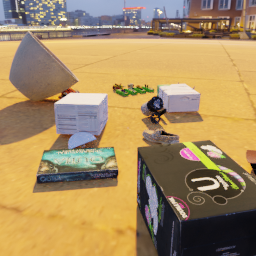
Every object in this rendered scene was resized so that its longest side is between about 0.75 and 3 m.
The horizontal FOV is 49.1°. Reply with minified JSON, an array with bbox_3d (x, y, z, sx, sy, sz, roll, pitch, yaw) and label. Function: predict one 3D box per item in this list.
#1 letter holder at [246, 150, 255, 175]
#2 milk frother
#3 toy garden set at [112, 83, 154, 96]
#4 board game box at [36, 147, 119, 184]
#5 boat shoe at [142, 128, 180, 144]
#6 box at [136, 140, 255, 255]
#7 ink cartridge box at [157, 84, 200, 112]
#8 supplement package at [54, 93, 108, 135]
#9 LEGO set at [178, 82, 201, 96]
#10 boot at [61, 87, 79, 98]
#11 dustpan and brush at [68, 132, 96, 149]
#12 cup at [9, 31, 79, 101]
[{"bbox_3d":[3.307,0.896,7.208,0.540,0.382,0.759,5,22,18],"label":"letter holder"},{"bbox_3d":[0.894,-0.590,10.628,0.947,0.855,0.891,-47,6,-24],"label":"milk frother"},{"bbox_3d":[0.194,-2.143,14.725,1.855,0.370,1.547,-13,25,-28],"label":"toy garden set"},{"bbox_3d":[-1.275,0.916,7.286,1.959,0.276,1.325,-3,22,-8],"label":"board game box"},{"bbox_3d":[1.035,0.224,8.761,1.393,0.449,0.496,19,29,38],"label":"boat shoe"},{"bbox_3d":[1.171,1.300,4.882,1.636,1.369,2.203,-5,23,-12],"label":"box"},{"bbox_3d":[2.129,-1.330,12.138,1.378,0.796,1.887,-3,22,-7],"label":"ink cartridge box"},{"bbox_3d":[-1.540,-0.540,9.690,1.448,1.031,1.860,2,17,4],"label":"supplement package"},{"bbox_3d":[2.907,-1.764,13.928,1.042,0.455,1.605,-4,35,-4],"label":"LEGO set"},{"bbox_3d":[-3.018,-1.705,13.507,0.757,0.529,1.411,-25,34,-37],"label":"boot"},{"bbox_3d":[-1.538,0.338,8.749,0.859,0.352,1.231,-21,34,-17],"label":"dustpan and brush"},{"bbox_3d":[-4.034,-2.471,12.674,2.143,2.997,2.997,-45,27,3],"label":"cup"}]
